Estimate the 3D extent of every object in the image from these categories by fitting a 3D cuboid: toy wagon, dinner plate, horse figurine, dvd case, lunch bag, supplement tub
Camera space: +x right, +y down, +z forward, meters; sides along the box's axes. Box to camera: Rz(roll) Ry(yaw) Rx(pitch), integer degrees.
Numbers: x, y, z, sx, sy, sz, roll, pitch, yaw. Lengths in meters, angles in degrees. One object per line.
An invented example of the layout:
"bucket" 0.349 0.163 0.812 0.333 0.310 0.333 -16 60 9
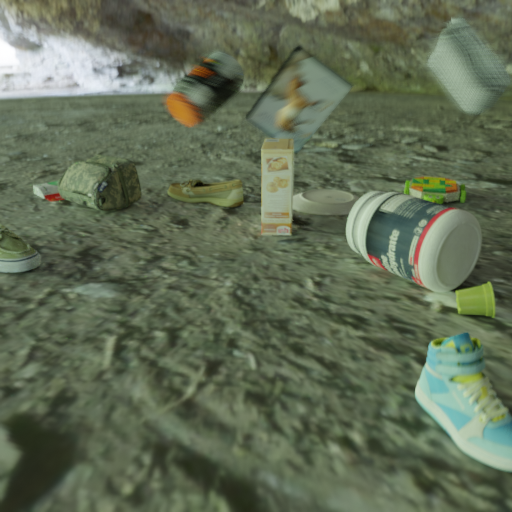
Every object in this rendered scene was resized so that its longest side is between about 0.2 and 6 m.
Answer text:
"toy wagon" 5.029 -1.786 15.771 1.652 0.421 2.130 6 22 16
"dinner plate" 1.952 -1.525 15.376 2.214 0.268 2.214 1 23 0
"horse figurine" 0.873 -2.981 11.623 0.976 1.473 0.368 13 56 -22
"dvd case" 0.993 -3.725 13.621 1.611 2.258 0.198 31 37 -15
"lunch bag" -4.187 -1.857 14.923 1.827 1.273 1.533 16 38 34
"supplement tub" -1.237 -4.022 13.577 1.111 1.111 1.813 20 58 41
"supplement tub" 2.913 -0.345 10.531 1.519 1.519 2.165 -14 25 -32

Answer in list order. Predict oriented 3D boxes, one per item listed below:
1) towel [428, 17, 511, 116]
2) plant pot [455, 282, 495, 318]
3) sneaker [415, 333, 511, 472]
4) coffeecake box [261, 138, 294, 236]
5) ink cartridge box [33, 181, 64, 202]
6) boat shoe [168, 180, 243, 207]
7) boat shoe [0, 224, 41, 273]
"towel" 2.956 -2.626 7.891 0.508 1.186 0.982 -34 -10 7
"plant pot" 3.580 0.740 9.187 0.544 0.592 0.592 -6 19 15
"sneaker" 2.467 1.525 6.303 0.676 1.110 1.700 -9 24 -25
"coffeecake box" 0.517 -1.659 13.247 0.730 1.999 1.535 1 20 4
"ink cartridge box" -5.767 -1.894 16.259 0.979 0.305 1.216 -18 26 -38
"boat shoe" -1.416 -1.863 15.530 2.334 0.734 0.851 12 24 28
"boat shoe" -5.255 -0.246 11.365 2.373 0.736 0.854 15 26 34
